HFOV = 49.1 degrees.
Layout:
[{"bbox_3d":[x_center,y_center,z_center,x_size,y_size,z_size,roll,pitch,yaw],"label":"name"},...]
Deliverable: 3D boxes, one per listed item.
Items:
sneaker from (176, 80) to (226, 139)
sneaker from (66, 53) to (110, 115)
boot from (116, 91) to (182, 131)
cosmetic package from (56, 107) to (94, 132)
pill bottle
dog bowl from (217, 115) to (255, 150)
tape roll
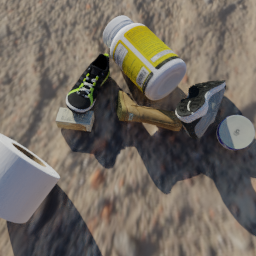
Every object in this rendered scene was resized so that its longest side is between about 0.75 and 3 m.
[{"bbox_3d":[2.180,-0.644,8.115,0.961,1.031,2.601,-1,31,39],"label":"sneaker"},{"bbox_3d":[-1.162,-1.441,8.356,0.823,0.951,2.297,22,53,0],"label":"sneaker"},{"bbox_3d":[0.553,-0.483,8.288,1.762,0.583,1.543,9,32,-13],"label":"boot"},{"bbox_3d":[-1.557,-0.253,8.303,1.029,0.366,0.541,8,56,4],"label":"cosmetic package"},{"bbox_3d":[0.419,-2.237,8.690,1.489,1.489,2.648,-34,69,-16],"label":"pill bottle"},{"bbox_3d":[3.047,0.135,7.949,0.977,0.385,0.977,-1,83,8],"label":"dog bowl"},{"bbox_3d":[-2.756,1.158,6.666,1.883,1.883,1.293,34,82,16],"label":"tape roll"}]
